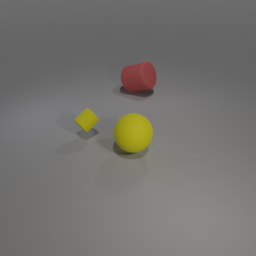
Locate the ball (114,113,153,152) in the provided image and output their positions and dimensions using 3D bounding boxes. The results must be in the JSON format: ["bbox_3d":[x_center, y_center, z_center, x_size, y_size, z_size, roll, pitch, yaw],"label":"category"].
[{"bbox_3d":[0.190,0.175,10.055,1.400,1.400,1.400,0,31,0],"label":"ball"}]

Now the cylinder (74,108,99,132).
[{"bbox_3d":[-1.627,-0.306,11.036,0.700,0.700,0.700,-46,46,-10],"label":"cylinder"}]

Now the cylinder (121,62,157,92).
[{"bbox_3d":[0.574,-2.695,14.855,1.400,1.400,1.400,-3,24,38],"label":"cylinder"}]
